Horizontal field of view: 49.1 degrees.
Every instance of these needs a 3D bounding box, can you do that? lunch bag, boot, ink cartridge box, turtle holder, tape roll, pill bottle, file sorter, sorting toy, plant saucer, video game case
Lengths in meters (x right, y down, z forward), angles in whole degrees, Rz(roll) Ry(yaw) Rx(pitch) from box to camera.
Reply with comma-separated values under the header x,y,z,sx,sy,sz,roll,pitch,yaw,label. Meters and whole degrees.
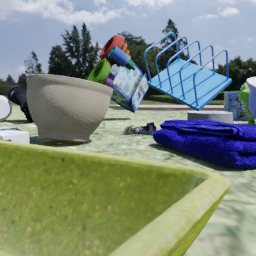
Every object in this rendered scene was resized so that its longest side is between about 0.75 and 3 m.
x,y,z,sx,sy,sz,roll,pitch,yaw,label
0.013,-1.996,13.432,1.333,1.778,2.092,1,-34,49,lunch bag
-3.880,-0.805,12.690,2.397,1.089,2.852,33,3,43,boot
-2.410,0.304,4.778,0.707,0.414,1.220,4,7,35,ink cartridge box
5.310,-1.053,10.397,2.760,1.960,2.097,1,6,7,turtle holder
2.998,-0.323,10.247,1.646,0.544,1.646,0,7,0,tape roll
-5.936,-0.908,12.761,1.175,1.175,2.112,-3,6,-27,pill bottle
1.492,-1.559,7.291,1.297,1.147,1.869,-40,48,-16,file sorter
-0.371,-1.701,7.766,0.816,1.989,1.195,33,-28,-26,sorting toy
-1.548,0.569,0.794,2.951,0.707,2.947,3,7,33,plant saucer
5.192,-0.999,12.958,1.464,1.327,0.333,4,8,41,video game case

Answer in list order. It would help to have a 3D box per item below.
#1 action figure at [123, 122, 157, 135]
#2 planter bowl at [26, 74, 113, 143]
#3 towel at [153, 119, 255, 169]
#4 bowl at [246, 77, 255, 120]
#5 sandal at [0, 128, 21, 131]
x,y,z,sx,sy,sz,roll,pitch,yaw,label
0.332,0.036,8.027,0.938,0.325,0.610,-4,13,-7,action figure
-1.382,-0.372,6.415,1.933,1.301,1.933,7,0,0,planter bowl
1.836,0.139,5.270,1.903,0.639,2.578,-3,7,-21,towel
3.545,-0.260,5.653,2.458,1.105,2.458,5,21,-2,bowl
-2.585,0.217,6.193,0.508,0.365,1.280,-1,-10,7,sandal
